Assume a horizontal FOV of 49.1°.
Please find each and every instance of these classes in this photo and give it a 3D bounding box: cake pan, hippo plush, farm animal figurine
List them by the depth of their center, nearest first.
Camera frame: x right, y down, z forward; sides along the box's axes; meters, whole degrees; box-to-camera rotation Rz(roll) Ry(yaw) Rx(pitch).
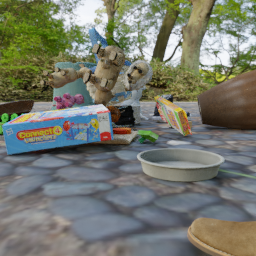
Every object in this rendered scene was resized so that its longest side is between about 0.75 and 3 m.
[{"bbox_3d":[0.860,0.591,4.672,1.416,0.260,1.416,0,6,0],"label":"cake pan"},{"bbox_3d":[-1.030,-1.526,9.237,2.966,2.934,1.547,40,12,11],"label":"farm animal figurine"},{"bbox_3d":[-0.011,-1.381,14.450,1.822,1.840,2.288,-1,7,-6],"label":"hippo plush"}]

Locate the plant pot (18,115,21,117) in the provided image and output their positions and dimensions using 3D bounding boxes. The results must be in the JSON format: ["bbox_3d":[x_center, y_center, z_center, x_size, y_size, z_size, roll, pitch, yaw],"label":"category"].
[{"bbox_3d":[-4.499,-0.333,11.774,0.895,0.413,0.895,1,7,0],"label":"plant pot"}]

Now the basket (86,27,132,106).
[{"bbox_3d":[-0.815,-2.306,10.996,1.947,2.799,2.468,-18,5,10],"label":"basket"}]

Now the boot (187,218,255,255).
[{"bbox_3d":[1.143,0.776,2.099,1.386,0.523,0.510,2,9,25],"label":"boot"}]

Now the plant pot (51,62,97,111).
[{"bbox_3d":[-2.561,-1.813,14.136,2.860,2.801,2.860,-1,7,0],"label":"plant pot"}]

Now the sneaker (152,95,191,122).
[{"bbox_3d":[2.130,-0.935,13.166,2.218,1.262,0.837,-4,8,-32],"label":"sneaker"}]

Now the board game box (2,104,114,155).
[{"bbox_3d":[-1.644,-0.068,7.079,2.283,0.651,2.331,-8,10,-9],"label":"board game box"}]

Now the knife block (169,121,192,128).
[{"bbox_3d":[1.972,-0.119,10.645,0.793,0.254,0.696,4,9,27],"label":"knife block"}]

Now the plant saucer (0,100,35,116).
[{"bbox_3d":[-5.203,-0.601,11.572,2.768,0.477,2.768,-14,4,1],"label":"plant saucer"}]

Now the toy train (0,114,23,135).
[{"bbox_3d":[-3.931,-0.114,8.845,2.391,0.674,0.499,2,-2,23],"label":"toy train"}]

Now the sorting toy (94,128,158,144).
[{"bbox_3d":[-0.217,0.173,7.828,2.234,0.329,1.651,1,7,12],"label":"sorting toy"}]

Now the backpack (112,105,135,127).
[{"bbox_3d":[-0.334,-0.394,10.939,0.822,0.872,1.069,-6,8,39],"label":"backpack"}]

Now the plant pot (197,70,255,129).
[{"bbox_3d":[3.863,-0.896,10.410,2.372,2.217,2.217,-9,5,12],"label":"plant pot"}]

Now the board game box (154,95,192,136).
[{"bbox_3d":[1.399,-0.405,8.839,0.273,0.870,1.821,-29,28,-10],"label":"board game box"}]

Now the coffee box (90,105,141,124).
[{"bbox_3d":[-0.580,-0.607,12.385,2.007,0.801,1.134,3,8,27],"label":"coffee box"}]
